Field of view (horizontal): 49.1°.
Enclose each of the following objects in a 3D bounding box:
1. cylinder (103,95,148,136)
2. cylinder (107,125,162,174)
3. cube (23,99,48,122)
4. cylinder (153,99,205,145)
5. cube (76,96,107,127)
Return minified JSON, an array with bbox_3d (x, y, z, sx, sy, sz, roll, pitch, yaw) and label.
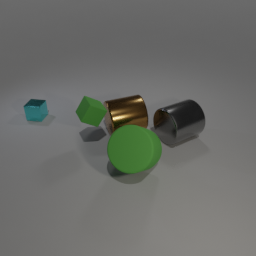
[{"bbox_3d":[-0.108,-0.476,10.764,1.400,1.400,1.400,-13,35,-14],"label":"cylinder"},{"bbox_3d":[0.242,0.651,8.612,1.400,1.400,1.400,12,-1,17],"label":"cylinder"},{"bbox_3d":[-3.903,-0.759,11.917,0.700,0.700,0.700,5,34,9],"label":"cube"},{"bbox_3d":[1.894,-0.231,10.443,1.400,1.400,1.400,-19,38,-27],"label":"cylinder"},{"bbox_3d":[-1.271,-0.572,9.655,0.700,0.700,0.700,18,23,-38],"label":"cube"}]
